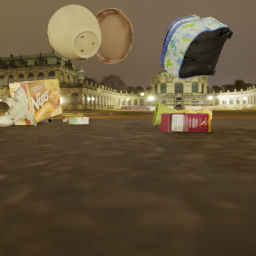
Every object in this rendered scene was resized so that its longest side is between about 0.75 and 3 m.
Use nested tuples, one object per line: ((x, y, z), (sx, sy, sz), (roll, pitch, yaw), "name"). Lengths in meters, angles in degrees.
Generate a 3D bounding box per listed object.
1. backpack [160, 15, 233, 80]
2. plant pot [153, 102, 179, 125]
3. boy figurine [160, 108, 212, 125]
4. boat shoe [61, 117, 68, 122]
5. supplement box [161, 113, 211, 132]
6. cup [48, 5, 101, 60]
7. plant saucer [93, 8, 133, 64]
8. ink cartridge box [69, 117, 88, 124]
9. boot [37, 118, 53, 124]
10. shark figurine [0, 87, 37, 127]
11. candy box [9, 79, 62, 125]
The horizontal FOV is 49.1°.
((2.122, -2.750, 9.620), (2.213, 2.025, 1.627), (-23, 52, -37), "backpack")
((1.508, -0.486, 11.049), (0.860, 0.936, 0.936), (11, 2, -4), "plant pot")
((2.410, -0.479, 11.846), (2.180, 0.702, 1.355), (1, 2, 0), "boy figurine")
((-4.004, -0.530, 17.569), (0.271, 0.306, 0.818), (12, 12, 1), "boat shoe")
((1.323, -0.130, 6.483), (1.017, 0.436, 0.561), (-1, 2, -12), "supplement box")
((-1.569, -2.929, 9.132), (1.768, 1.768, 1.265), (-2, 35, -32), "cup")
((-0.592, -3.359, 10.325), (1.930, 1.930, 0.332), (1, 14, 29), "plant saucer")
((-2.252, -0.340, 12.843), (0.753, 0.316, 0.549), (-1, 3, -31), "ink cartridge box")
((-4.194, -0.335, 13.144), (1.043, 0.379, 0.949), (8, 7, 21), "boot")
((-4.418, -0.361, 9.831), (1.133, 1.622, 2.715), (-27, 7, 28), "shark figurine")
((-4.060, -1.273, 12.718), (0.830, 1.732, 3.000), (-2, 12, 13), "candy box")
